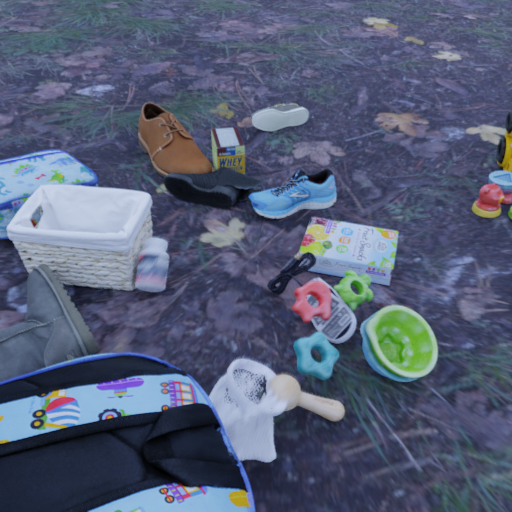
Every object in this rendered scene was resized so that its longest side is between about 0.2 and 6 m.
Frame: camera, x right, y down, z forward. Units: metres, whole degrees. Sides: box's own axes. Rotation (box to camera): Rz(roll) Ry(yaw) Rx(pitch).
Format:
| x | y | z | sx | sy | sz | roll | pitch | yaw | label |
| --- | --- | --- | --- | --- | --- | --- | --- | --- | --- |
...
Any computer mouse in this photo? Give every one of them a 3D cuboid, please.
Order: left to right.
| x | y | z | sx | sy | sz | roll | pitch | yaw | label |
| --- | --- | --- | --- | --- | --- | --- | --- | --- | --- |
| 1.118 | 0.839 | 10.265 | 1.090 | 0.436 | 1.987 | -47 | 56 | 10 | computer mouse |

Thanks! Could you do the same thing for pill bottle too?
| x | y | z | sx | sy | sz | roll | pitch | yaw | label |
| --- | --- | --- | --- | --- | --- | --- | --- | --- | --- |
| -1.970 | 0.168 | 10.710 | 0.561 | 0.561 | 0.939 | 2 | 70 | 3 | pill bottle |

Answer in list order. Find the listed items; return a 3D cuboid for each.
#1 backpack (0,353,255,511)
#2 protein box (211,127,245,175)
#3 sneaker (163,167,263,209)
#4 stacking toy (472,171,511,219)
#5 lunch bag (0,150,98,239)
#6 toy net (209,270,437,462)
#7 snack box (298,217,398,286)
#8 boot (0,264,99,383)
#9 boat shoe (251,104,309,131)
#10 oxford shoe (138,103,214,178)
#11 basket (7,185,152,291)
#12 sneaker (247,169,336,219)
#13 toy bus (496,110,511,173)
| x | y | z | sx | sy | sz | roll | pitch | yaw | label |
| --- | --- | --- | --- | --- | --- | --- | --- | --- | --- |
| -2.192 | 3.082 | 5.690 | 4.233 | 2.848 | 3.865 | -17 | 42 | -18 | backpack |
| -0.706 | -2.534 | 14.132 | 0.697 | 1.026 | 1.033 | -7 | 39 | -8 | protein box |
| -1.018 | -1.722 | 13.471 | 2.179 | 0.654 | 1.137 | 17 | 43 | 12 | sneaker |
| 5.971 | -1.447 | 13.014 | 1.460 | 0.681 | 1.612 | 20 | 43 | 28 | stacking toy |
| -5.117 | -1.474 | 12.605 | 2.680 | 1.105 | 2.155 | -21 | 43 | -36 | lunch bag |
| 0.806 | 1.530 | 8.561 | 4.193 | 0.810 | 2.199 | -20 | 74 | -31 | toy net |
| 1.906 | -0.130 | 11.561 | 1.871 | 0.496 | 1.330 | 11 | 41 | 12 | snack box |
| -4.387 | 1.457 | 9.389 | 2.801 | 1.016 | 2.547 | -28 | 44 | -21 | boot |
| 0.626 | -4.092 | 16.401 | 1.847 | 0.660 | 0.552 | -13 | 40 | -25 | boat shoe |
| -2.215 | -2.951 | 14.526 | 1.245 | 1.244 | 3.491 | -22 | 46 | -27 | oxford shoe |
| -3.314 | -0.342 | 11.067 | 2.376 | 1.466 | 1.611 | 5 | 39 | 7 | basket |
| 0.819 | -1.559 | 12.941 | 2.216 | 0.997 | 0.868 | -15 | 42 | -18 | sneaker |
| 6.646 | -2.510 | 13.489 | 1.305 | 1.923 | 1.846 | 8 | 46 | 13 | toy bus |
